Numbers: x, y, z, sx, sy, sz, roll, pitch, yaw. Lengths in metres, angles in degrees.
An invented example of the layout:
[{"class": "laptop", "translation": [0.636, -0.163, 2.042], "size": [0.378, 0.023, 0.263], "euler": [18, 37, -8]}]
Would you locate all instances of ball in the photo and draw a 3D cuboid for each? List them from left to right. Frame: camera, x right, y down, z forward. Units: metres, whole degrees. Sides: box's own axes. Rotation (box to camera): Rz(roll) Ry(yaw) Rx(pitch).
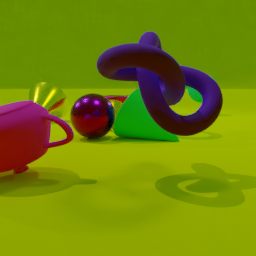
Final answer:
[{"class": "ball", "translation": [-0.736, -0.251, 5.913], "size": [0.955, 0.955, 0.955], "euler": [0, 9, 0]}, {"class": "ball", "translation": [2.861, -1.522, 10.804], "size": [1.101, 1.101, 1.101], "euler": [0, 9, 0]}]

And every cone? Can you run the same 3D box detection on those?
[{"class": "cone", "translation": [-2.642, -0.466, 8.407], "size": [1.346, 1.346, 1.351], "euler": [2, 35, 11]}, {"class": "cone", "translation": [-0.384, -0.143, 7.089], "size": [0.848, 0.848, 0.851], "euler": [-2, 35, -11]}, {"class": "cone", "translation": [0.554, -0.044, 5.846], "size": [1.227, 1.223, 1.223], "euler": [33, 21, 20]}]

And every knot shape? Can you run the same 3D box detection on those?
[{"class": "knot shape", "translation": [0.306, -0.614, 3.289], "size": [1.412, 0.697, 1.509], "euler": [14, 32, -42]}]

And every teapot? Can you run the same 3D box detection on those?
[{"class": "teapot", "translation": [-1.501, 0.168, 3.454], "size": [1.728, 0.846, 1.075], "euler": [-11, 16, 9]}]

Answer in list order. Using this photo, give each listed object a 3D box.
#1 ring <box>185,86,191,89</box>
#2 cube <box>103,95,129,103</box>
[{"class": "ring", "translation": [0.930, -0.995, 6.526], "size": [1.248, 0.250, 1.248], "euler": [-7, 2, 0]}, {"class": "cube", "translation": [-0.460, -0.538, 8.242], "size": [0.824, 0.824, 0.824], "euler": [7, 12, 38]}]
